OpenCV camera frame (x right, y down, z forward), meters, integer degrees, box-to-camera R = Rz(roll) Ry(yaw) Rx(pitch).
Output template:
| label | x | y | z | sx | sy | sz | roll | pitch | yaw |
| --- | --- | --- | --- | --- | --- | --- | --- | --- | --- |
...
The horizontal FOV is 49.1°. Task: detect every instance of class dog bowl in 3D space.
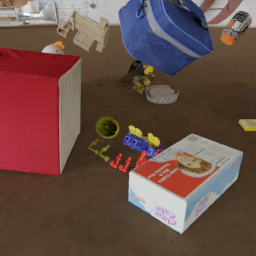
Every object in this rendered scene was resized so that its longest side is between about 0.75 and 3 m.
| label | x | y | z | sx | sy | sz | roll | pitch | yaw |
| --- | --- | --- | --- | --- | --- | --- | --- | --- | --- |
| dog bowl | 1.363 | -1.353 | 11.243 | 1.370 | 0.402 | 1.370 | 0 | 25 | 0 |

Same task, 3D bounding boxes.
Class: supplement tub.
| label | x | y | z | sx | sy | sz | roll | pitch | yaw |
| --- | --- | --- | --- | --- | --- | --- | --- | --- | --- |
| supplement tub | 4.136 | -3.814 | 10.746 | 0.721 | 1.177 | 0.721 | 38 | -2 | 1 |

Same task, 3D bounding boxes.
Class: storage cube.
| label | x | y | z | sx | sy | sz | roll | pitch | yaw |
| --- | --- | --- | --- | --- | --- | --- | --- | --- | --- |
| storage cube | -2.585 | -0.549 | 6.932 | 2.447 | 2.722 | 2.327 | 7 | 25 | 0 |

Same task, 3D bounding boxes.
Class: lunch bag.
| label | x | y | z | sx | sy | sz | roll | pitch | yaw |
| --- | --- | --- | --- | --- | --- | --- | --- | --- | --- |
| lunch bag | 1.021 | -2.631 | 7.164 | 1.629 | 1.673 | 2.462 | -28 | -28 | 37 |

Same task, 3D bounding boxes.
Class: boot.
| label | x | y | z | sx | sy | sz | roll | pitch | yaw |
| --- | --- | --- | --- | --- | --- | --- | --- | --- | --- |
| boot | 0.143 | -2.684 | 13.432 | 0.736 | 0.955 | 1.971 | 16 | 30 | 31 |

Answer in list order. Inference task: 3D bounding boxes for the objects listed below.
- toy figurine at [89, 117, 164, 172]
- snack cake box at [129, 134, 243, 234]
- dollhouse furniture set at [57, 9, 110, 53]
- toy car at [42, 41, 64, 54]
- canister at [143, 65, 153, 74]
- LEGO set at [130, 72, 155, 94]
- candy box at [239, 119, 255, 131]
| label | x | y | z | sx | sy | sz | roll | pitch | yaw |
| --- | --- | --- | --- | --- | --- | --- | --- | --- | --- |
| toy figurine | 0.193 | 0.521 | 7.124 | 2.078 | 1.096 | 1.245 | 23 | 5 | 36 |
| snack cake box | 1.243 | 0.987 | 5.796 | 1.301 | 0.760 | 2.262 | 24 | 34 | 38 |
| dollhouse furniture set | -1.600 | -4.248 | 10.810 | 2.193 | 1.256 | 2.572 | 29 | -14 | -3 |
| toy car | -3.038 | -2.713 | 11.594 | 1.725 | 1.951 | 1.798 | 15 | -4 | 29 |
| canister | 0.849 | -3.166 | 15.155 | 0.911 | 0.394 | 0.676 | 7 | 26 | 12 |
| LEGO set | 0.573 | -2.058 | 12.042 | 0.715 | 0.949 | 1.234 | 38 | 40 | -5 |
| candy box | 4.212 | -0.097 | 8.835 | 1.201 | 0.159 | 0.614 | 0 | 28 | 1 |
